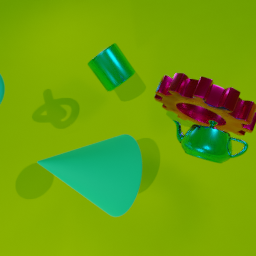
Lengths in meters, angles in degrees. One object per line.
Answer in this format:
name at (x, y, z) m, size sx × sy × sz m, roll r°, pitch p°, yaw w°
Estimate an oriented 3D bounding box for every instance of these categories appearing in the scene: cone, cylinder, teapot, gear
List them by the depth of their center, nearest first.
teapot at (1.404, 0.207, 5.078) m, size 1.462 × 0.909 × 0.716 m, roll 16°, pitch 90°, yaw 31°
cone at (-0.858, 0.748, 5.159) m, size 1.621 × 1.615 × 1.615 m, roll 14°, pitch 57°, yaw -30°
gear at (1.501, -0.425, 5.552) m, size 1.970 × 1.970 × 0.364 m, roll 23°, pitch 82°, yaw 12°
cylinder at (-0.441, -1.620, 7.550) m, size 0.954 × 0.954 × 0.954 m, roll -41°, pitch 104°, yaw -20°

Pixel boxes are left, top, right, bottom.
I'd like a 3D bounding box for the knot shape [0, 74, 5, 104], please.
knot shape at (-3.247, -0.924, 5.201) m, size 1.641 × 0.758 × 1.535 m, roll -2°, pitch 47°, yaw -35°
